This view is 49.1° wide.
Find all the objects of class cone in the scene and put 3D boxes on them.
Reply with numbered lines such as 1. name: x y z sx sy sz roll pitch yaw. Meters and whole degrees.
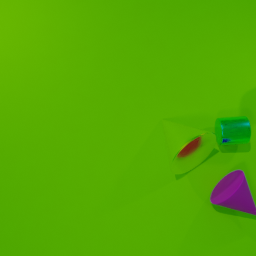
1. cone: 3.023 1.932 7.397 1.174 1.170 1.170 42 81 -1
2. cone: 1.382 0.223 7.891 1.525 1.525 1.531 -33 54 -7

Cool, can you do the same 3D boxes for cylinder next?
1. cylinder: 2.921 0.076 7.859 0.782 0.782 0.782 -4 78 3
